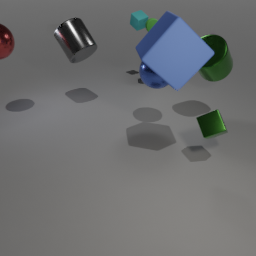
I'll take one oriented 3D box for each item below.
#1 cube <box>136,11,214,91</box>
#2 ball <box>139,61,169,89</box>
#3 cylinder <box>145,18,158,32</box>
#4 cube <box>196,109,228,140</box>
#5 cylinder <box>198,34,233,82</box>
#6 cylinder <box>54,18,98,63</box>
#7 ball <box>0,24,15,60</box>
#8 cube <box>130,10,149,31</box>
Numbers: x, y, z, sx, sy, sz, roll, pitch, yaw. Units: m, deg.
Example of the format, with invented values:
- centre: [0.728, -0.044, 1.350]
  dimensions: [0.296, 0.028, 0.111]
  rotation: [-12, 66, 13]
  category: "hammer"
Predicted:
- centre: [1.236, -2.164, 7.811]
  dimensions: [1.400, 1.400, 1.400]
  rotation: [36, 20, -22]
  category: "cube"
- centre: [1.128, -2.216, 10.799]
  dimensions: [1.400, 1.400, 1.400]
  rotation: [0, 29, 0]
  category: "ball"
- centre: [1.240, -5.073, 13.941]
  dimensions: [0.700, 0.700, 0.700]
  rotation: [-1, 26, -2]
  category: "cylinder"
- centre: [2.647, -0.090, 8.798]
  dimensions: [0.700, 0.700, 0.700]
  rotation: [-22, -15, 20]
  category: "cube"
- centre: [3.344, -2.743, 11.133]
  dimensions: [1.400, 1.400, 1.400]
  rotation: [20, -3, 32]
  category: "cylinder"
- centre: [-2.271, -3.796, 12.240]
  dimensions: [1.400, 1.400, 1.400]
  rotation: [-32, -1, 0]
  category: "cylinder"
- centre: [-5.127, -3.348, 10.813]
  dimensions: [1.400, 1.400, 1.400]
  rotation: [0, 29, 0]
  category: "ball"
- centre: [0.606, -5.913, 15.394]
  dimensions: [0.700, 0.700, 0.700]
  rotation: [-29, 65, -24]
  category: "cube"
